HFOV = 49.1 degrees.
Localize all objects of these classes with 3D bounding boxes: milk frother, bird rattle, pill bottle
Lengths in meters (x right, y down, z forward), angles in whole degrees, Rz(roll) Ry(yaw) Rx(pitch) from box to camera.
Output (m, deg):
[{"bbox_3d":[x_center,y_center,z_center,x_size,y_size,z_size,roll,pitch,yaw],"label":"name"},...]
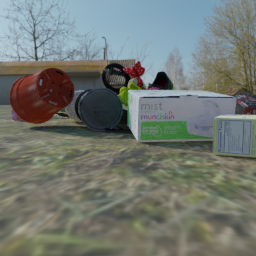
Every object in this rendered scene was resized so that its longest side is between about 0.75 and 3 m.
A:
[{"bbox_3d":[-0.833,-1.325,10.959,2.381,2.638,2.481,-2,7,-15],"label":"milk frother"},{"bbox_3d":[0.313,-1.514,11.263,1.187,1.718,2.107,-19,38,22],"label":"bird rattle"},{"bbox_3d":[-2.399,-1.099,14.045,1.482,1.482,2.594,-1,5,-12],"label":"pill bottle"}]

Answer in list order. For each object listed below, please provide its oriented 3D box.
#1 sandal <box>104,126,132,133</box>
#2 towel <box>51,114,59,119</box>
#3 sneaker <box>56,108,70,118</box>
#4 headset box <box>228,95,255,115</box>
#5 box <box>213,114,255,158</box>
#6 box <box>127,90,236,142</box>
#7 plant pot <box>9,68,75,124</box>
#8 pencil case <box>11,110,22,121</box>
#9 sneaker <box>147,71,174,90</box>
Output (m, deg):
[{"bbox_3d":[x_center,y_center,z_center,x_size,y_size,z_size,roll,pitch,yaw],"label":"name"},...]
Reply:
[{"bbox_3d":[-0.320,0.040,9.502,1.009,0.216,0.384,2,7,21],"label":"sandal"},{"bbox_3d":[-4.591,-0.689,16.123,0.946,0.266,1.106,-5,8,-31],"label":"towel"},{"bbox_3d":[-3.228,-1.118,16.287,2.040,0.916,0.684,4,-19,22],"label":"sneaker"},{"bbox_3d":[5.414,-0.791,12.128,2.391,0.897,1.777,-1,23,-7],"label":"headset box"},{"bbox_3d":[2.761,0.143,5.974,1.617,0.782,1.422,4,7,25],"label":"box"},{"bbox_3d":[1.433,-0.483,8.435,2.670,1.291,2.356,0,13,-8],"label":"box"},{"bbox_3d":[-3.286,-1.342,11.108,2.112,2.112,2.054,-5,-4,-41],"label":"plant pot"},{"bbox_3d":[-5.432,-0.776,14.958,0.723,0.723,1.653,3,6,23],"label":"pencil case"},{"bbox_3d":[0.961,-1.057,10.566,1.036,2.699,1.130,1,-37,27],"label":"sneaker"}]
